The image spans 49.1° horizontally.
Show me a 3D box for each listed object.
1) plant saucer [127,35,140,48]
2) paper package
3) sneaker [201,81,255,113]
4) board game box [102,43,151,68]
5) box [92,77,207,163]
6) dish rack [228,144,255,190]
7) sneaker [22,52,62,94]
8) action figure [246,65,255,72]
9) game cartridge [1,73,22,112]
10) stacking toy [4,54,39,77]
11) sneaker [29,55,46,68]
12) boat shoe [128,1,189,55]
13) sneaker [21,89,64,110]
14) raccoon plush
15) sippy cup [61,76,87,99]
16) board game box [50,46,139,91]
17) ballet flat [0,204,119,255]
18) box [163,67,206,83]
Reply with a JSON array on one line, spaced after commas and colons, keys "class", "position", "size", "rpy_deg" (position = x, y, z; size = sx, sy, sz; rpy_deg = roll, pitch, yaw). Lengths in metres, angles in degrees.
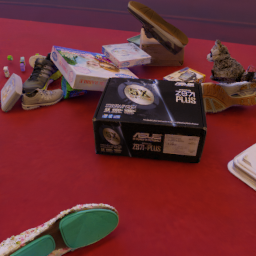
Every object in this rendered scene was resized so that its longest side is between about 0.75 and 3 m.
[{"class": "plant saucer", "position": [1.291, -4.849, 14.906], "size": [2.879, 0.273, 1.006], "rpy_deg": [-31, 47, -34]}, {"class": "paper package", "position": [1.505, -3.705, 12.794], "size": [1.937, 1.052, 2.033], "rpy_deg": [1, 38, -1]}, {"class": "sneaker", "position": [3.306, -1.118, 9.786], "size": [2.697, 1.020, 1.182], "rpy_deg": [-1, 12, 8]}, {"class": "board game box", "position": [-0.074, -2.982, 11.395], "size": [1.490, 0.323, 1.483], "rpy_deg": [-15, 43, -28]}, {"class": "box", "position": [0.676, -0.341, 8.324], "size": [2.966, 1.277, 2.429], "rpy_deg": [5, 38, 6]}, {"class": "dish rack", "position": [3.925, 1.095, 7.186], "size": [1.855, 0.471, 2.161], "rpy_deg": [-25, 43, -27]}, {"class": "sneaker", "position": [-3.417, -2.102, 10.775], "size": [0.934, 1.023, 2.527], "rpy_deg": [9, 39, 11]}, {"class": "action figure", "position": [5.287, -2.187, 11.486], "size": [0.887, 0.660, 0.594], "rpy_deg": [33, 78, 12]}, {"class": "game cartridge", "position": [-4.130, -1.320, 9.929], "size": [0.308, 0.988, 1.484], "rpy_deg": [26, 21, -38]}, {"class": "stacking toy", "position": [-4.546, -2.740, 12.144], "size": [1.346, 0.420, 1.786], "rpy_deg": [-7, 37, -11]}, {"class": "sneaker", "position": [-3.470, -2.864, 12.276], "size": [1.615, 0.622, 0.661], "rpy_deg": [1, 11, 1]}, {"class": "boat shoe", "position": [1.058, -3.961, 11.221], "size": [2.827, 0.916, 1.035], "rpy_deg": [38, 41, 2]}, {"class": "sneaker", "position": [-2.992, -1.121, 9.854], "size": [1.518, 0.622, 0.567], "rpy_deg": [-23, 44, -27]}, {"class": "raccoon plush", "position": [3.468, -2.111, 8.993], "size": [1.917, 1.285, 0.928], "rpy_deg": [10, -2, 17]}, {"class": "sippy cup", "position": [-1.948, -1.519, 10.267], "size": [0.817, 0.876, 1.115], "rpy_deg": [-6, 51, -25]}, {"class": "board game box", "position": [-1.221, -2.192, 10.565], "size": [2.702, 0.556, 2.695], "rpy_deg": [0, 33, -35]}, {"class": "ballet flat", "position": [-1.462, 2.097, 5.618], "size": [2.591, 0.980, 0.828], "rpy_deg": [-17, 17, -26]}, {"class": "box", "position": [2.165, -1.891, 11.080], "size": [1.645, 0.341, 0.979], "rpy_deg": [-27, 46, -33]}]
